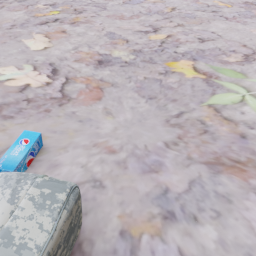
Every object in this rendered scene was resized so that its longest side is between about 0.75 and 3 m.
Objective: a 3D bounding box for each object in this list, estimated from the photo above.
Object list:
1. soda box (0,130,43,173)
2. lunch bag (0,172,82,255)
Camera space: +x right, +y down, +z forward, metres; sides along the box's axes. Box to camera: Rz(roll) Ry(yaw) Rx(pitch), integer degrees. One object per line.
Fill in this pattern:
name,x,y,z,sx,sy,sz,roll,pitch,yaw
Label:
soda box,-2.457,0.632,6.415,0.454,0.430,1.339,10,39,7
lunch bag,-1.791,1.662,4.231,1.710,1.421,2.039,12,38,8
